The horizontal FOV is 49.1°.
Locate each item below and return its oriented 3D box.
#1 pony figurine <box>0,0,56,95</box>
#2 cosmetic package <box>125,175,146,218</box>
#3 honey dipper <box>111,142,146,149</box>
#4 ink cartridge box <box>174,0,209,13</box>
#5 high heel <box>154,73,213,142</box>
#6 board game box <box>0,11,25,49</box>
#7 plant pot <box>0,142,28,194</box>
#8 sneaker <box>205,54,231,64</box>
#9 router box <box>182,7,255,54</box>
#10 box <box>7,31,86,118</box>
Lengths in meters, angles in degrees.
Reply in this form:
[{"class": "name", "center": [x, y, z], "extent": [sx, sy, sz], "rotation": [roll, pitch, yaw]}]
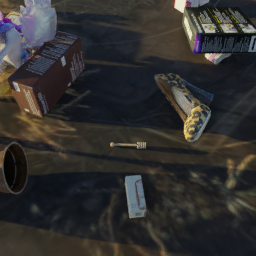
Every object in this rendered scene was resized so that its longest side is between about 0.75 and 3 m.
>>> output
[{"class": "pony figurine", "center": [-3.124, -2.351, 7.457], "extent": [2.330, 2.701, 2.798], "rotation": [27, 61, 15]}, {"class": "cosmetic package", "center": [0.155, 1.439, 5.907], "extent": [0.343, 0.406, 0.786], "rotation": [-5, 54, -6]}, {"class": "honey dipper", "center": [0.003, 0.421, 6.847], "extent": [0.866, 0.165, 0.165], "rotation": [1, 53, 3]}, {"class": "ink cartridge box", "center": [2.485, -5.104, 10.529], "extent": [1.379, 0.998, 0.582], "rotation": [-31, 59, -21]}, {"class": "high heel", "center": [1.174, -0.572, 6.960], "extent": [1.676, 0.839, 2.351], "rotation": [25, 38, 5]}, {"class": "board game box", "center": [-3.822, -3.284, 9.521], "extent": [1.268, 0.388, 1.674], "rotation": [16, 54, 12]}, {"class": "plant pot", "center": [-2.883, 0.891, 5.968], "extent": [1.081, 1.092, 1.092], "rotation": [-6, 52, 5]}, {"class": "sneaker", "center": [2.913, -2.493, 8.936], "extent": [1.063, 0.385, 0.606], "rotation": [-32, 56, -22]}, {"class": "router box", "center": [2.866, -3.200, 8.974], "extent": [1.908, 0.653, 2.558], "rotation": [1, 39, 2]}, {"class": "box", "center": [-2.120, -1.520, 7.698], "extent": [0.857, 1.146, 2.288], "rotation": [21, 56, 16]}]
